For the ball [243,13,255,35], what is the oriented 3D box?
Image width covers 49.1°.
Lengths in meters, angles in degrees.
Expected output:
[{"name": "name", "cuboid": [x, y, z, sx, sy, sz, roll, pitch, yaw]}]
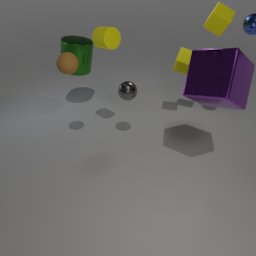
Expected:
[{"name": "ball", "cuboid": [4.319, -3.564, 9.623, 0.700, 0.700, 0.700, 0, 31, 0]}]

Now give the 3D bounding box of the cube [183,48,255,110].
[{"name": "cube", "cuboid": [2.666, -1.408, 8.213, 1.400, 1.400, 1.400, 11, -2, 42]}]

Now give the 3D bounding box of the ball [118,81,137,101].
[{"name": "ball", "cuboid": [-0.014, -1.330, 10.056, 0.700, 0.700, 0.700, 0, 31, 0]}]

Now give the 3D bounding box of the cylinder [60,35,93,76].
[{"name": "cylinder", "cuboid": [-2.306, -3.250, 12.539, 1.400, 1.400, 1.400, 7, 31, -5]}]

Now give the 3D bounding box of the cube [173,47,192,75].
[{"name": "cube", "cuboid": [2.290, -2.664, 11.235, 0.700, 0.700, 0.700, 19, 70, 1]}]

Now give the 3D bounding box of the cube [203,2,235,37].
[{"name": "cube", "cuboid": [3.232, -3.840, 9.911, 0.700, 0.700, 0.700, 31, 59, -1]}]

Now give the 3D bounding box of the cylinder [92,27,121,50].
[{"name": "cylinder", "cuboid": [-0.723, -3.012, 9.371, 0.700, 0.700, 0.700, -25, 32, -35]}]

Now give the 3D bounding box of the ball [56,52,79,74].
[{"name": "ball", "cuboid": [-1.939, -2.075, 8.989, 0.700, 0.700, 0.700, 0, 31, 0]}]
